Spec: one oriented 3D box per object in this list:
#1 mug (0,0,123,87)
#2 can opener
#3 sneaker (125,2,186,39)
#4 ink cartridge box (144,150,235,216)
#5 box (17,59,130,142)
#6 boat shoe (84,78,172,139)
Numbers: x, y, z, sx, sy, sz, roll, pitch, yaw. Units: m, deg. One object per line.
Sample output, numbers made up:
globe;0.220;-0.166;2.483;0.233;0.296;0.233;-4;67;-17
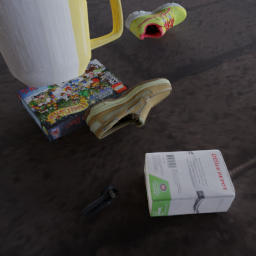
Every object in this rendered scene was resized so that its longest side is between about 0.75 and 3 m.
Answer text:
mug;-1.361;-1.942;5.157;2.511;2.062;2.011;-10;21;4
can opener;-0.601;1.653;6.269;0.967;0.380;0.307;-40;97;-29
sneaker;1.312;-4.226;11.502;2.719;1.063;1.228;-21;61;-15
ink cartridge box;1.306;1.214;6.320;1.746;0.734;1.270;-2;46;-2
box;-1.591;-0.965;8.502;2.802;0.528;1.914;-30;56;-26
boat shoe;0.192;-0.476;7.951;2.737;0.981;1.042;-27;63;-12
